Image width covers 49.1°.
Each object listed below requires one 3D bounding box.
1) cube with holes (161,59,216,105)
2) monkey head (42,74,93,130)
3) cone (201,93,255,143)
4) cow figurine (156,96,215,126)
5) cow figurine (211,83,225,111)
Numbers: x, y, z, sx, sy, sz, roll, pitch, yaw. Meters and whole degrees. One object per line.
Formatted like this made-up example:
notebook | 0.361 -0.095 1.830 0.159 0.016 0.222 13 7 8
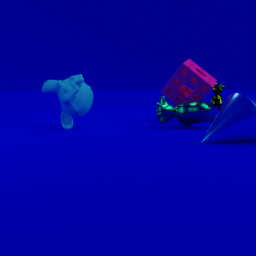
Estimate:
cube with holes | 1.966 -1.348 9.020 1.145 1.145 1.145 40 29 4
monkey head | -1.658 -0.866 7.847 1.296 1.086 1.802 5 49 13
cone | 1.974 0.035 5.783 1.137 1.133 1.133 -29 14 -8
cow figurine | 1.538 -0.453 7.783 1.461 0.802 1.438 -6 -10 41
cow figurine | 3.730 -1.317 11.691 0.552 0.990 1.006 7 -13 20
